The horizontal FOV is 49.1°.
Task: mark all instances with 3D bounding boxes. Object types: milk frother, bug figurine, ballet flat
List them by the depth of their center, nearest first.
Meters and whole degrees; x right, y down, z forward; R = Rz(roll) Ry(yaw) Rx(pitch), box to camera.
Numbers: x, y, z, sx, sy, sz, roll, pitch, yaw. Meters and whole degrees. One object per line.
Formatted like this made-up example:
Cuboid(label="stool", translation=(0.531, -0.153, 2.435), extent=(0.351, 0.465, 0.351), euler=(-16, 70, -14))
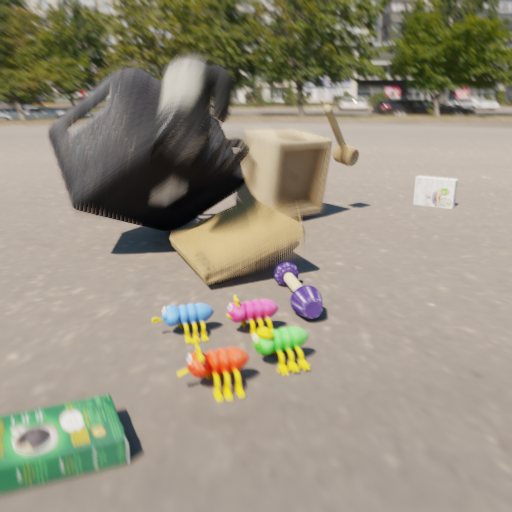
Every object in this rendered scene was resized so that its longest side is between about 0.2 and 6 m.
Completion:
Cuboid(label="bug figurine", translation=(-0.309, 0.912, 6.654), extent=(1.601, 0.531, 2.065), euler=(-6, 17, -20))
Cuboid(label="milk frother", translation=(-0.813, -2.190, 9.000), extent=(1.272, 1.326, 1.410), euler=(-4, -24, 15))
Cuboid(label="ballet flat", translation=(-2.582, -1.623, 10.754), extent=(0.754, 2.100, 0.754), euler=(-6, 54, 8))

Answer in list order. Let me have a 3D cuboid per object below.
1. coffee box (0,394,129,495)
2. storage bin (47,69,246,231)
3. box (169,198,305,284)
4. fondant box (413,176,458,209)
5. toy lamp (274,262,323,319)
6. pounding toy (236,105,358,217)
Cuboid(label="coffee box", translation=(-1.824, 1.603, 4.780), extent=(1.311, 0.288, 0.806), euler=(-7, 18, -23))
Cuboid(label="storage bin", translation=(-1.991, -1.843, 10.917), extent=(2.254, 1.563, 3.334), euler=(-31, -19, 20))
Cuboid(label="box", translation=(-0.408, -0.352, 9.788), extent=(1.838, 0.239, 2.248), euler=(-26, 25, -13))
Cuboid(label="fondant box", translation=(4.754, -1.691, 14.876), extent=(1.045, 0.754, 0.304), euler=(11, 18, 33))
Cuboid(label="toy lamp", translation=(0.613, 0.509, 8.190), extent=(0.465, 0.465, 1.599), euler=(-3, 14, -9))
Cuboid(label="pounding toy", translation=(1.039, -2.375, 13.275), extent=(2.870, 2.521, 1.313), euler=(-12, 28, -41))
